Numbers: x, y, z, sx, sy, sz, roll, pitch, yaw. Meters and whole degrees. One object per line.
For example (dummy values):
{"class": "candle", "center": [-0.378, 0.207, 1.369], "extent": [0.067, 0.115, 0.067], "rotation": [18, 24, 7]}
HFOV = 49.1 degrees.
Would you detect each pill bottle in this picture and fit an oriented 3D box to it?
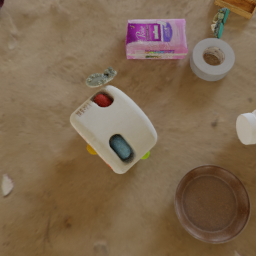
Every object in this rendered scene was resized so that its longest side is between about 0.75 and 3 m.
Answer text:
{"class": "pill bottle", "center": [4.320, -0.102, 8.294], "extent": [1.912, 1.093, 1.093], "rotation": [-9, 73, -3]}

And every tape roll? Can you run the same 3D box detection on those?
{"class": "tape roll", "center": [2.778, -2.265, 9.285], "extent": [1.375, 0.454, 1.375], "rotation": [0, 73, 1]}

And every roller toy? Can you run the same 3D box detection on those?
{"class": "roller toy", "center": [-0.472, 0.078, 7.663], "extent": [1.648, 2.152, 2.359], "rotation": [-42, 79, -9]}

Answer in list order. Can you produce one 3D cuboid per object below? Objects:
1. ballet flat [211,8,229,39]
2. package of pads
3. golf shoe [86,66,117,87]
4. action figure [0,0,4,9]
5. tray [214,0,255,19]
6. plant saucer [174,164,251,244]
{"class": "ballet flat", "center": [3.147, -3.624, 9.769], "extent": [0.477, 0.477, 1.285], "rotation": [22, 72, 7]}
{"class": "package of pads", "center": [0.934, -2.966, 9.334], "extent": [2.035, 0.770, 1.226], "rotation": [0, 70, 0]}
{"class": "golf shoe", "center": [-0.721, -1.224, 7.321], "extent": [0.975, 0.474, 0.382], "rotation": [-31, 78, -36]}
{"class": "action figure", "center": [-5.395, -4.755, 9.508], "extent": [2.243, 1.670, 1.503], "rotation": [31, 81, -5]}
{"class": "tray", "center": [3.912, -4.514, 10.077], "extent": [1.418, 0.263, 0.700], "rotation": [29, 75, 7]}
{"class": "plant saucer", "center": [2.361, 2.130, 7.985], "extent": [2.146, 0.393, 2.146], "rotation": [0, 72, 0]}
